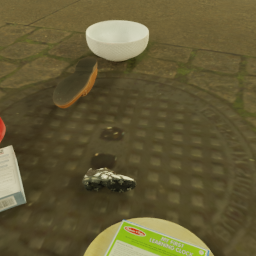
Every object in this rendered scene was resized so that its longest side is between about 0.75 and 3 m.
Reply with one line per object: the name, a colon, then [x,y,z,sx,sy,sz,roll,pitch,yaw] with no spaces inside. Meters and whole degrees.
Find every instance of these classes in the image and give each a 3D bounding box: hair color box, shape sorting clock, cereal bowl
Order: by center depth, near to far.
shape sorting clock: [0.432,2.861,5.383,2.761,0.542,2.761,-1,35,0]
hair color box: [-3.299,1.296,7.320,0.873,0.535,1.763,-17,43,-19]
cereal bowl: [-0.481,-4.036,13.295,2.968,1.236,2.968,0,40,0]

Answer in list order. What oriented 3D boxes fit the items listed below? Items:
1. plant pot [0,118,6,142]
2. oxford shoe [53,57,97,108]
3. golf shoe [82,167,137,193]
plant pot: [-4.990,-0.249,7.546,2.417,2.201,2.417,-14,36,11]
oxford shoe: [-1.776,-1.496,10.331,1.020,1.019,2.860,11,43,16]
golf shoe: [-0.464,1.291,7.331,1.403,0.546,0.663,4,39,3]
